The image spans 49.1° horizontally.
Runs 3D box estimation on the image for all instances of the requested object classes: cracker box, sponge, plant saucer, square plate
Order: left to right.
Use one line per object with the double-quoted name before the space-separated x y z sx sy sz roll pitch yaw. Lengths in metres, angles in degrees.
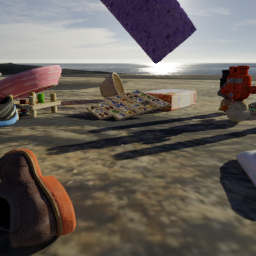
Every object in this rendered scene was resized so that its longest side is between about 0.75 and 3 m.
"plant saucer" -3.871 -1.709 11.007 2.723 0.690 2.723 -18 9 3
"sponge" 0.497 -3.159 7.490 1.549 2.777 0.414 -39 34 14
"cracker box" 1.722 -1.238 11.791 1.488 0.641 2.222 10 17 37
"square plate" 2.888 0.704 4.285 1.978 0.281 1.959 2 13 8

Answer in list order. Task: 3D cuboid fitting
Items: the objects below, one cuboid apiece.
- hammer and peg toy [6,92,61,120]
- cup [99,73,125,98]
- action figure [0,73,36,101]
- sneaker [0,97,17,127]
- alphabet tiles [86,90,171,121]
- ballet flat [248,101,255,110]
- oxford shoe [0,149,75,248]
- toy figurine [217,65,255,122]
"hammer and peg toy" -3.606 -0.817 9.769 1.538 0.737 2.091 7 15 27
"cup" -0.852 -1.959 13.945 0.953 1.332 1.332 -19 7 18
"action figure" -5.443 -1.433 12.490 2.217 1.485 1.651 -19 61 -29
"sneaker" -4.171 -0.432 7.544 0.852 0.996 2.403 8 15 36
"alphabet tiles" -0.122 -0.837 10.036 2.525 0.095 2.111 -17 29 -27
"ballet flat" 5.176 -0.866 10.511 1.431 0.515 0.515 11 17 39
"oxford shoe" -1.366 0.729 3.353 0.699 0.686 1.928 -16 20 -34
"toy figurine" 4.259 -1.092 9.167 2.530 1.760 2.490 0 7 7
